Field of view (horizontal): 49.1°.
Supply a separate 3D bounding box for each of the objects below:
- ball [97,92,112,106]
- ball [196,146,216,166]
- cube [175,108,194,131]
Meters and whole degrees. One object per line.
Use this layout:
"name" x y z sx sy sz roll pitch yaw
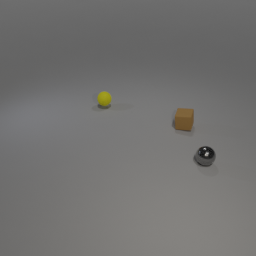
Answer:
"ball" -1.157 -1.440 13.754 0.700 0.700 0.700 0 31 0
"ball" 2.771 0.991 9.991 0.700 0.700 0.700 0 31 0
"cube" 2.450 -0.382 12.151 0.700 0.700 0.700 5 36 20
